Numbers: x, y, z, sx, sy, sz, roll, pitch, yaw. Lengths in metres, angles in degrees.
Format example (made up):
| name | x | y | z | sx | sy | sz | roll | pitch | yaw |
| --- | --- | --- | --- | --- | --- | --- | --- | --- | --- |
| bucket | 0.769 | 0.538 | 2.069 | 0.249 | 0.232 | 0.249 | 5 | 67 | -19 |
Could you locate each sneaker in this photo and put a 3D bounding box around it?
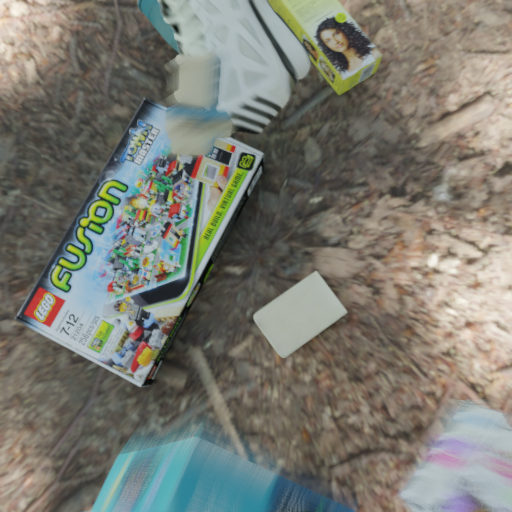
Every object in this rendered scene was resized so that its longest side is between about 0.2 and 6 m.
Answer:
| name | x | y | z | sx | sy | sz | roll | pitch | yaw |
| --- | --- | --- | --- | --- | --- | --- | --- | --- | --- |
| sneaker | -0.665 | -2.692 | 6.993 | 3.144 | 1.186 | 1.809 | 38 | 75 | -38 |

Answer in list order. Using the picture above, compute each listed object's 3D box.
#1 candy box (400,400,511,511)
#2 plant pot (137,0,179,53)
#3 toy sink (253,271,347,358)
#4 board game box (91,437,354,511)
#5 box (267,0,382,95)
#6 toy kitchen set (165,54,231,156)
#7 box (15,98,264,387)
| name | x | y | z | sx | sy | sz | roll | pitch | yaw |
| --- | --- | --- | --- | --- | --- | --- | --- | --- | --- |
| candy box | 1.865 | 1.961 | 4.858 | 1.056 | 0.378 | 0.886 | -47 | 117 | -18 |
| plant pot | -0.919 | -3.947 | 9.324 | 1.535 | 1.535 | 1.442 | -34 | 95 | -7 |
| toy sink | 0.631 | 0.945 | 8.619 | 1.227 | 0.687 | 0.800 | -35 | 80 | -12 |
| board game box | -0.147 | 2.697 | 5.493 | 2.416 | 3.201 | 0.751 | 30 | 61 | -11 |
| box | 1.123 | -3.978 | 9.712 | 0.869 | 0.578 | 2.308 | -35 | 80 | -7 |
| toy kitchen set | -0.505 | -1.561 | 5.567 | 0.685 | 1.163 | 0.932 | 0 | 116 | -14 |
| box | -1.724 | -0.255 | 8.856 | 2.214 | 0.699 | 4.024 | 26 | 80 | 5 |
